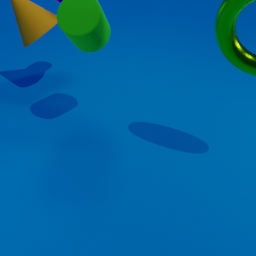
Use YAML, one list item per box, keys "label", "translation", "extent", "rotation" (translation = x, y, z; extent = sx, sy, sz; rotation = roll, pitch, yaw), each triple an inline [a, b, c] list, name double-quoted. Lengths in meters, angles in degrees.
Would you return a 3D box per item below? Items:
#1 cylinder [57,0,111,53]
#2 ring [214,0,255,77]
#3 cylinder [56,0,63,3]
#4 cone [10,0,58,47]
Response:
- label: "cylinder"
  translation: [-0.962, -2.328, 6.293]
  extent: [0.971, 0.971, 0.971]
  rotation: [-1, 84, 9]
- label: "ring"
  translation: [2.473, -1.695, 4.867]
  extent: [1.966, 1.966, 0.393]
  rotation: [22, 57, 24]
- label: "cylinder"
  translation: [-1.876, -4.044, 7.958]
  extent: [0.728, 0.728, 0.728]
  rotation: [29, 29, -18]
- label: "cone"
  translation: [-2.918, -3.314, 8.003]
  extent: [1.399, 1.404, 1.399]
  rotation: [-28, 30, 18]
